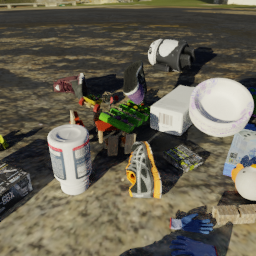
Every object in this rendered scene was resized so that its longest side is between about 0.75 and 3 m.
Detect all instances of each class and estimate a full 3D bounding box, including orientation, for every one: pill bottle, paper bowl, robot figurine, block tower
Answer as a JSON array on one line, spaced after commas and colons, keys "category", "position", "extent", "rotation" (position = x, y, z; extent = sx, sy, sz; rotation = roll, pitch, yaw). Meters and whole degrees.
[{"category": "pill bottle", "position": [-1.468, 0.857, 7.317], "extent": [1.013, 1.695, 1.013], "rotation": [0, 30, 0]}, {"category": "paper bowl", "position": [3.114, -0.627, 9.560], "extent": [2.025, 1.053, 2.025], "rotation": [-3, 57, 5]}, {"category": "robot figurine", "position": [2.485, -4.218, 16.161], "extent": [2.728, 1.702, 2.050], "rotation": [20, 27, 30]}, {"category": "block tower", "position": [2.622, 2.046, 6.636], "extent": [1.169, 0.316, 0.338], "rotation": [-1, 29, -1]}]

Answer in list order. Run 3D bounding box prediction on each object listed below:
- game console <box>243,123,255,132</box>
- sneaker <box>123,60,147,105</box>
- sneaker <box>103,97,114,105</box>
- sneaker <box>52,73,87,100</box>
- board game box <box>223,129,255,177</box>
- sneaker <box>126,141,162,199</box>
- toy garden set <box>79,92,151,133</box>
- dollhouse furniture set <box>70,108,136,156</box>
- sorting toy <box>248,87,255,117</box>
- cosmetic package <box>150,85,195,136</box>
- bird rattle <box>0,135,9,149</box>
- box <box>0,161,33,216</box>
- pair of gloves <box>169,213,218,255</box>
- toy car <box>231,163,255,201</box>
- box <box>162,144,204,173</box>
[{"category": "game console", "position": [4.523, -0.018, 10.433], "extent": [0.836, 0.130, 0.739], "rotation": [11, 32, 18]}, {"category": "sneaker", "position": [0.336, -1.712, 10.738], "extent": [0.798, 0.923, 2.108], "rotation": [-19, 40, 28]}, {"category": "sneaker", "position": [-0.939, -1.326, 12.492], "extent": [0.470, 0.340, 0.962], "rotation": [-6, 32, -14]}, {"category": "sneaker", "position": [-2.704, -1.770, 12.800], "extent": [1.591, 1.042, 2.754], "rotation": [-9, 20, -5]}, {"category": "board game box", "position": [4.237, 0.926, 8.399], "extent": [2.273, 0.495, 2.284], "rotation": [14, 33, 24]}, {"category": "sneaker", "position": [0.317, 1.092, 7.820], "extent": [0.841, 0.852, 2.177], "rotation": [-9, 31, -5]}, {"category": "toy garden set", "position": [-0.300, -0.851, 10.196], "extent": [2.136, 0.511, 2.563], "rotation": [26, 26, 15]}, {"category": "dollhouse furniture set", "position": [-0.879, -0.062, 9.400], "extent": [2.025, 1.054, 2.047], "rotation": [-5, 30, -19]}, {"category": "sorting toy", "position": [4.856, -1.002, 11.637], "extent": [2.144, 0.880, 1.289], "rotation": [33, 57, 26]}, {"category": "cosmetic package", "position": [2.044, -0.768, 10.920], "extent": [1.326, 0.966, 2.609], "rotation": [18, 33, 31]}, {"category": "bird rattle", "position": [-4.474, 0.532, 9.184], "extent": [0.900, 0.507, 0.734], "rotation": [1, 46, 8]}, {"category": "box", "position": [-4.041, 1.722, 6.861], "extent": [2.032, 0.641, 2.577], "rotation": [15, 33, 24]}, {"category": "pair of gloves", "position": [1.424, 2.397, 6.212], "extent": [1.024, 0.145, 1.274], "rotation": [4, 31, 3]}, {"category": "toy car", "position": [3.337, 1.278, 6.902], "extent": [1.707, 1.638, 1.852], "rotation": [-18, 23, -36]}, {"category": "box", "position": [1.700, 0.928, 8.682], "extent": [0.812, 0.224, 1.014], "rotation": [-19, 35, -29]}]
